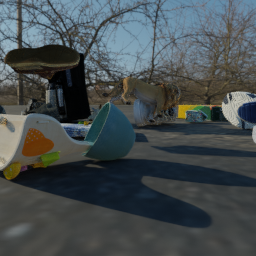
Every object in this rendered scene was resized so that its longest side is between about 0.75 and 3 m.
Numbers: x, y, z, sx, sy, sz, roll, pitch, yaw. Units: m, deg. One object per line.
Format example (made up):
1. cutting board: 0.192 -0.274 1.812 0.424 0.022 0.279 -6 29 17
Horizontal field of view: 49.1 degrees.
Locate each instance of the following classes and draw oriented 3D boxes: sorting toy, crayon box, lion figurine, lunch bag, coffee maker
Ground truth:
1. sorting toy: -1.207 0.223 3.949 1.483 0.792 1.335 5 0 43
2. crayon box: 3.616 -0.756 13.397 1.702 0.681 2.682 -3 6 -30
3. lion figurine: 0.548 -1.171 9.436 2.646 1.621 0.959 23 -29 -13
4. lunch bag: 2.792 -0.482 11.385 0.872 0.532 0.743 2 4 15
5. coffee maker: -2.292 -1.705 11.772 2.609 2.717 1.830 -11 9 -36

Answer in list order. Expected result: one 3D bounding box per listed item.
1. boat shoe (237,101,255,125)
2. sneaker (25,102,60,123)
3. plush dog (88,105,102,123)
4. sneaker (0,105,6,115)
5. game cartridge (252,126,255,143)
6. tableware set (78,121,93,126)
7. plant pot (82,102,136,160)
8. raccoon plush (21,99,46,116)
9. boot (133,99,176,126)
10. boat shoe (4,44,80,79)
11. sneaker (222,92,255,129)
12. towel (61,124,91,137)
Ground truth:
1. boat shoe: 3.306 -0.378 6.334 1.551 0.560 0.561 4 19 28
2. sneaker: -2.970 -0.402 9.448 1.022 0.855 2.251 -9 7 -23
3. plush dog: -1.131 -0.456 11.100 0.912 0.732 0.784 1 -20 -8
4. sneaker: -5.460 -0.398 10.479 2.059 0.776 0.816 -4 17 24
5. game cartridge: 3.555 0.208 5.029 1.497 0.460 2.248 3 3 -31
6. tableware set: -0.903 -0.117 7.535 0.564 0.128 0.837 1 3 38
7. plant pot: -0.245 0.136 4.371 0.612 0.909 0.909 27 -2 -17
8. raccoon plush: -4.127 -0.845 13.422 1.369 0.989 2.043 5 1 -38
9. boot: 1.087 -0.607 10.201 1.298 0.999 2.716 -5 3 16
10. boat shoe: -2.207 -1.702 7.461 2.012 0.726 0.724 -2 -32 7
11. sneaker: 4.641 -0.544 8.926 1.916 1.175 2.945 -2 6 -28
12. towel: -1.097 0.073 7.323 2.346 0.279 1.723 2 4 4
